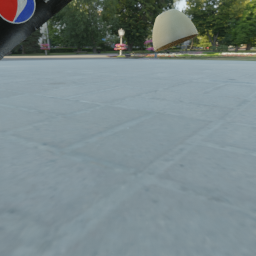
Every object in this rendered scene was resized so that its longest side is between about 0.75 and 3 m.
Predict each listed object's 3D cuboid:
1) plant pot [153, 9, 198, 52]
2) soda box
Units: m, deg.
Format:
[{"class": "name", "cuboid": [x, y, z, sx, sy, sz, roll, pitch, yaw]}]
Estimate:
[{"class": "plant pot", "cuboid": [1.626, -3.726, 10.479, 1.713, 1.150, 1.713, -19, 7, 3]}, {"class": "soda box", "cuboid": [-1.211, -2.143, 3.720, 2.850, 0.903, 1.009, -38, 51, 2]}]
